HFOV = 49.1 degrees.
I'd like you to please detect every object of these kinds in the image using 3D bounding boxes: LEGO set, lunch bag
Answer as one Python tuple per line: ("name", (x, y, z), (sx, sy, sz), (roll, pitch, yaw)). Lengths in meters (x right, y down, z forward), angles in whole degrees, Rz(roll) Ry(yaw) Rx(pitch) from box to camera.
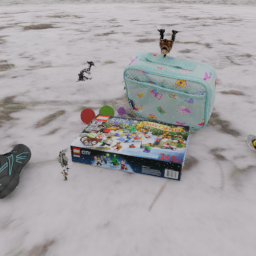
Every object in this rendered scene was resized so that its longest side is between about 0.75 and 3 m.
("LEGO set", (-1.397, 0.757, 5.915), (0.240, 0.847, 0.550), (-4, 22, -22))
("lunch bag", (1.122, -1.092, 8.046), (2.636, 2.114, 1.016), (15, 58, 22))

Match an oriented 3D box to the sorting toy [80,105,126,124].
("sorting toy", (-0.814, -0.450, 8.879), (1.444, 0.501, 0.497), (-10, 6, -15))

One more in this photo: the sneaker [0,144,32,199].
("sneaker", (-2.615, 0.757, 6.129), (0.634, 0.667, 1.682), (-34, 26, 12))

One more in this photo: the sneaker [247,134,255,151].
("sneaker", (3.306, 0.406, 7.102), (0.372, 0.393, 0.957), (-30, 26, 11))

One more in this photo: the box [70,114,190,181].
("box", (0.140, 0.382, 7.137), (2.661, 0.501, 1.817), (8, 30, 14))

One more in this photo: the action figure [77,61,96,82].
("action figure", (-1.629, -2.139, 10.984), (0.507, 0.994, 0.591), (32, -9, -1))

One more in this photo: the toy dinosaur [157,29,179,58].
("toy dinosaur", (0.988, -2.228, 7.366), (0.523, 0.695, 1.024), (0, 25, -8))
